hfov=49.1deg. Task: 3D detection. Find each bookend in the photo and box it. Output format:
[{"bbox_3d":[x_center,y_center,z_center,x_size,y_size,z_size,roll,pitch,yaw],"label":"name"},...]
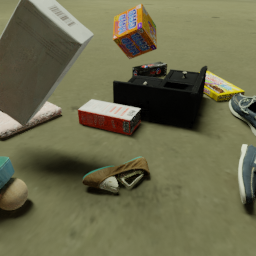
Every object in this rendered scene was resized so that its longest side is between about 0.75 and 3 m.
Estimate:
[{"bbox_3d":[1.189,-1.305,9.526,2.590,1.200,2.606,11,32,18],"label":"bookend"}]

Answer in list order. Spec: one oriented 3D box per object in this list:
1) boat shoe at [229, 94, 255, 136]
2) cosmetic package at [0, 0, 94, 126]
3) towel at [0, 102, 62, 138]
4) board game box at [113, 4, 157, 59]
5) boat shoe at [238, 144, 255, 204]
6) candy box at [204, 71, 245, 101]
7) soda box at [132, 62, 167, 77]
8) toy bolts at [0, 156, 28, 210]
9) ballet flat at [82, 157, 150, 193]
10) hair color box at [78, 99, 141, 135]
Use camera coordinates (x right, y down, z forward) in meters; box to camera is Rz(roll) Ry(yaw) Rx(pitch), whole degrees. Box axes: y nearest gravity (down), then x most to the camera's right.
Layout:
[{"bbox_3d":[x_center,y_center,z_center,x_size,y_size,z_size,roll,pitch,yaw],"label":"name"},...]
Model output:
[{"bbox_3d":[3.891,-0.521,8.573,0.978,0.808,2.612,-1,31,-1],"label":"boat shoe"},{"bbox_3d":[-2.059,-1.409,6.058,1.413,2.504,1.016,40,28,-13],"label":"cosmetic package"},{"bbox_3d":[-3.582,-0.505,9.024,2.031,0.343,2.126,25,40,35],"label":"towel"},{"bbox_3d":[0.282,-3.625,10.648,1.225,1.226,1.224,-14,59,27],"label":"board game box"},{"bbox_3d":[2.785,0.973,6.183,0.614,0.744,1.987,2,20,24],"label":"boat shoe"},{"bbox_3d":[3.336,-1.705,11.079,1.201,0.310,2.349,-9,32,-19],"label":"candy box"},{"bbox_3d":[0.953,-2.498,12.236,1.543,0.489,0.546,-17,34,-28],"label":"soda box"},{"bbox_3d":[-3.118,1.483,5.129,2.321,1.686,2.430,-28,20,43],"label":"toy bolts"},{"bbox_3d":[-0.186,1.105,6.241,1.593,0.540,0.576,-13,52,-28],"label":"ballet flat"},{"bbox_3d":[-0.558,-0.362,8.581,1.735,0.531,0.881,12,32,21],"label":"hair color box"}]
